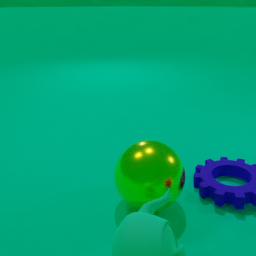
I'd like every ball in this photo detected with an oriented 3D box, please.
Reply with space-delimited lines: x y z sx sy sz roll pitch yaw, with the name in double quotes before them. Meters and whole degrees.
"ball" 0.398 0.878 5.219 1.318 1.318 1.318 0 26 0

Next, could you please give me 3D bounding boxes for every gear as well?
"gear" 2.142 1.088 5.834 1.499 0.277 1.499 -4 23 2

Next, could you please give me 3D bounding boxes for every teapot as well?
"teapot" 0.326 1.580 3.654 0.840 1.067 1.716 -12 46 20
